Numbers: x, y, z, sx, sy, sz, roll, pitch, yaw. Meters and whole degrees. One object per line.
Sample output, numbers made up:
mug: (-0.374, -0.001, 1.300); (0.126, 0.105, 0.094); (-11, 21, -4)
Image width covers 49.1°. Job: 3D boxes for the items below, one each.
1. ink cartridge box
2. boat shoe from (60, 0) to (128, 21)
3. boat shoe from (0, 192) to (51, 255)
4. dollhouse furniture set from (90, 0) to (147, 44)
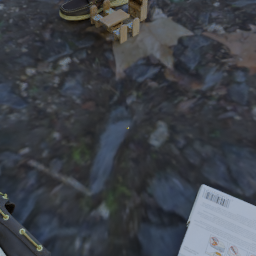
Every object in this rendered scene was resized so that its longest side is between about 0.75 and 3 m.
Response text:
ink cartridge box: (2.011, 2.163, 5.198); (1.898, 0.413, 1.647); (22, 58, 15)
boat shoe: (-1.129, -4.656, 9.826); (2.888, 0.936, 1.057); (-31, 60, -21)
boat shoe: (-2.448, 1.713, 5.271); (0.761, 0.901, 2.528); (-34, 63, -32)
dollhouse furniture set: (-0.178, -3.875, 9.173); (1.662, 1.082, 1.527); (-36, 61, -23)
